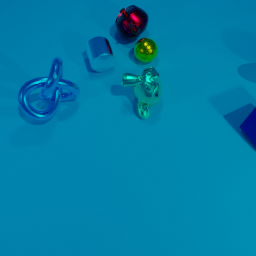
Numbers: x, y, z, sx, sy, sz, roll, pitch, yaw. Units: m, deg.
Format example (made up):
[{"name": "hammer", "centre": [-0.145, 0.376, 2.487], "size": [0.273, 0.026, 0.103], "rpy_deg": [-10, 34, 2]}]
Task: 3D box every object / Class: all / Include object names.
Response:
[{"name": "teapot", "centre": [0.068, -3.206, 8.407], "size": [1.057, 0.832, 1.700], "rpy_deg": [-35, 38, 17]}, {"name": "monkey head", "centre": [0.353, -1.061, 7.346], "size": [1.094, 0.916, 1.521], "rpy_deg": [6, 67, -2]}, {"name": "ball", "centre": [0.528, -2.265, 8.148], "size": [0.707, 0.707, 0.707], "rpy_deg": [0, 61, 0]}, {"name": "cube", "centre": [3.520, -0.103, 6.765], "size": [0.940, 0.940, 0.940], "rpy_deg": [-24, 64, -21]}, {"name": "cylinder", "centre": [-0.790, -2.113, 8.040], "size": [0.723, 0.723, 0.723], "rpy_deg": [-15, 63, -8]}, {"name": "knot shape", "centre": [-1.964, -0.853, 6.866], "size": [0.736, 1.594, 1.491], "rpy_deg": [38, 68, 19]}]
